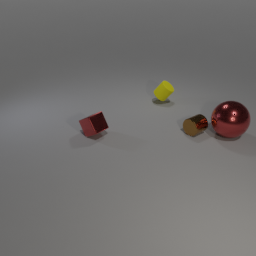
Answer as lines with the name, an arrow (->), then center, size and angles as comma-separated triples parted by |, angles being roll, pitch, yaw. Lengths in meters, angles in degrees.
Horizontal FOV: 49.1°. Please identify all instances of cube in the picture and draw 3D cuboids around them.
cube -> -1.295, -0.142, 10.608 | 0.700, 0.700, 0.700 | -29, 9, -41

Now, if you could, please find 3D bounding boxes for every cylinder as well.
cylinder -> 1.688, -1.744, 13.177 | 0.700, 0.700, 0.700 | 27, 38, -24
cylinder -> 2.599, -0.115, 10.807 | 0.700, 0.700, 0.700 | -21, 35, -33

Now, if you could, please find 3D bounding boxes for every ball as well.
ball -> 3.823, -0.321, 10.472 | 1.400, 1.400, 1.400 | 0, 29, 0
